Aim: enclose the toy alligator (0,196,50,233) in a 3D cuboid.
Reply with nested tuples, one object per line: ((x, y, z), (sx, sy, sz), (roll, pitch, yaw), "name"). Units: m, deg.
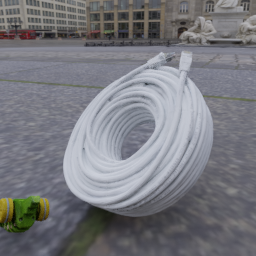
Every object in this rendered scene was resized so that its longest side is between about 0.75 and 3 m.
((-1.397, 1.066, 3.379), (0.512, 0.371, 1.544), (10, -22, -35), "toy alligator")

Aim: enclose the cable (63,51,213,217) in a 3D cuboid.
((0.088, 0.132, 4.049), (2.225, 0.770, 2.224), (-19, 50, 30), "cable")
